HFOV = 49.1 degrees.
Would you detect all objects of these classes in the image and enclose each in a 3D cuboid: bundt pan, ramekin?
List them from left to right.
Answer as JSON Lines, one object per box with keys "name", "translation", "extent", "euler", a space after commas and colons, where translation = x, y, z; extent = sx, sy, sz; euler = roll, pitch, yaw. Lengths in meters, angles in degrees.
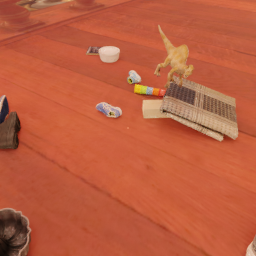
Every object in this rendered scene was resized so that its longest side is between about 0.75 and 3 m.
{"name": "bundt pan", "translation": [-2.745, 2.452, 5.845], "extent": [1.509, 0.566, 1.509], "euler": [0, 38, 0]}
{"name": "ramekin", "translation": [-0.915, -3.601, 13.762], "extent": [1.032, 0.481, 1.032], "euler": [0, 38, 0]}

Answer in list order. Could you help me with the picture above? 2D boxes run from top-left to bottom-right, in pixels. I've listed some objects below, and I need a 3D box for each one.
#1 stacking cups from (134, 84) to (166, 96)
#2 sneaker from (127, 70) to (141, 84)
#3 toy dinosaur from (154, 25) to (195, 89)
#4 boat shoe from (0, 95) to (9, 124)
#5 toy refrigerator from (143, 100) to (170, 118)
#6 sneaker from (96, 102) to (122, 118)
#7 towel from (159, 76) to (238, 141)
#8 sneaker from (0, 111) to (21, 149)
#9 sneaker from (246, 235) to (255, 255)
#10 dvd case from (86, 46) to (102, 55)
{"name": "stacking cups", "translation": [0.881, -1.478, 11.161], "extent": [1.230, 0.372, 0.372], "euler": [10, 39, 6]}
{"name": "sneaker", "translation": [0.126, -2.203, 12.072], "extent": [0.556, 0.339, 0.852], "euler": [-18, 40, -24]}
{"name": "toy dinosaur", "translation": [1.376, -1.999, 8.417], "extent": [0.716, 1.245, 2.462], "euler": [7, 42, -28]}
{"name": "boat shoe", "translation": [-4.590, -0.529, 9.635], "extent": [0.667, 0.666, 1.844], "euler": [-6, 38, -5]}
{"name": "toy refrigerator", "translation": [1.225, -0.670, 9.985], "extent": [1.373, 0.480, 0.521], "euler": [-2, 45, -2]}
{"name": "sneaker", "translation": [-0.721, -0.636, 9.998], "extent": [1.009, 0.382, 0.389], "euler": [15, 36, 21]}
{"name": "towel", "translation": [2.528, -0.737, 9.771], "extent": [2.665, 0.460, 2.566], "euler": [22, 38, 3]}
{"name": "sneaker", "translation": [-3.881, 0.032, 8.949], "extent": [0.766, 0.641, 1.688], "euler": [-8, 37, -7]}
{"name": "sneaker", "translation": [3.488, 2.096, 5.938], "extent": [2.294, 1.003, 0.846], "euler": [-21, 42, -25]}
{"name": "dvd case", "translation": [-1.505, -4.028, 14.631], "extent": [1.240, 0.099, 0.922], "euler": [2, 38, 3]}
